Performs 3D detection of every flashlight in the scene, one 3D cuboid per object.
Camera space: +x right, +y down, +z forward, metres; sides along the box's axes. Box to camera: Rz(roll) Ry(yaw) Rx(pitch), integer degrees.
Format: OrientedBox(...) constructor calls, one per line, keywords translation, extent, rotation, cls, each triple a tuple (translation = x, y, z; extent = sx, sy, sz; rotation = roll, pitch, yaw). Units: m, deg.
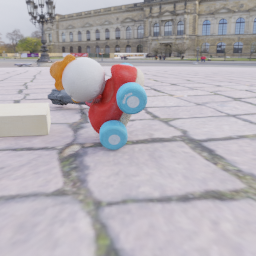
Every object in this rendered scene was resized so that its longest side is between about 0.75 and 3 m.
OrientedBox(translation=(-1.777, -1.161, 10.879), extent=(2.670, 0.904, 0.907), rotation=(7, 54, 30), cls="flashlight")

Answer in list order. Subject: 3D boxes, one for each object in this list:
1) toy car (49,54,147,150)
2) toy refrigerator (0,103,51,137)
OrientedBox(translation=(-0.853, -0.849, 6.576), extent=(2.101, 1.858, 1.937), rotation=(21, 25, -16), cls="toy car")
OrientedBox(translation=(-3.153, -0.192, 7.534), extent=(2.001, 0.700, 0.760), rotation=(-3, 30, -9), cls="toy refrigerator")
